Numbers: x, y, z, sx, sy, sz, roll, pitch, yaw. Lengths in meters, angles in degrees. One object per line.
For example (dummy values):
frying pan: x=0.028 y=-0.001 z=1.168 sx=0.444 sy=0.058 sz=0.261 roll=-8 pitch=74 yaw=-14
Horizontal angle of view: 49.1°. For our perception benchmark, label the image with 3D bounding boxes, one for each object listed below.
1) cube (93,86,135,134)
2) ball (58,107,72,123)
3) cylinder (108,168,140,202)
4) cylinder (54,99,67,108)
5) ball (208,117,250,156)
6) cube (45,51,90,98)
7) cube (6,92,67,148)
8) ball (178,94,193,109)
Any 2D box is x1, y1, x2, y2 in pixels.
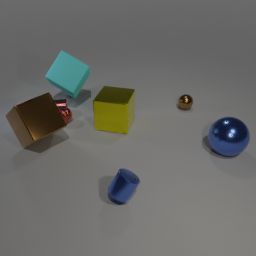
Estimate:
cube: x=-0.533 y=-0.774 z=11.589 sx=1.400 sy=1.400 sz=1.400 roll=8 pitch=34 yaw=12
ball: x=-2.721 y=-0.557 z=11.880 sx=0.700 sy=0.700 sz=0.700 roll=0 pitch=33 yaw=0
cylinder: x=-0.116 y=1.642 z=8.057 sx=0.700 sy=0.700 sz=0.700 roll=28 pitch=15 yaw=-8
cylinder: x=-3.067 y=-0.924 z=12.466 sx=0.700 sy=0.700 sz=0.700 roll=-6 pitch=33 yaw=-9
ball: x=3.577 y=0.296 z=9.955 sx=1.400 sy=1.400 sz=1.400 roll=0 pitch=33 yaw=0
cube: x=-2.693 y=-2.400 z=12.768 sx=1.400 sy=1.400 sz=1.400 roll=30 pitch=-6 yaw=-4
cube: x=-3.375 y=-0.267 z=10.294 sx=1.400 sy=1.400 sz=1.400 roll=-31 pitch=6 yaw=-37
ball: x=2.660 y=-1.205 z=12.920 sx=0.700 sy=0.700 sz=0.700 roll=0 pitch=33 yaw=0
